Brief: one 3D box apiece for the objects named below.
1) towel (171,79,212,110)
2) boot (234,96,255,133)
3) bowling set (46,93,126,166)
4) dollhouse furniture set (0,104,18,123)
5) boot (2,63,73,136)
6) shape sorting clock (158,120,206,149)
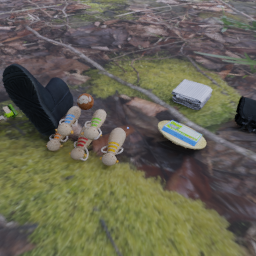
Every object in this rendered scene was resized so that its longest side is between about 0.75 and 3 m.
[{"bbox_3d":[2.181,-1.125,9.628,1.143,0.489,0.946,22,49,29],"label":"towel"},{"bbox_3d":[4.177,-0.603,8.545,1.570,0.709,1.915,18,58,12],"label":"boot"},{"bbox_3d":[-1.270,0.010,7.309,2.259,1.572,1.213,4,45,17],"label":"bowling set"},{"bbox_3d":[-3.870,-0.369,8.483,0.399,0.516,1.033,54,36,-3],"label":"dollhouse furniture set"},{"bbox_3d":[-2.494,-1.084,8.170,0.841,2.203,1.851,-19,28,17],"label":"boot"},{"bbox_3d":[1.509,0.187,7.883,1.431,0.281,1.431,19,21,-7],"label":"shape sorting clock"}]
